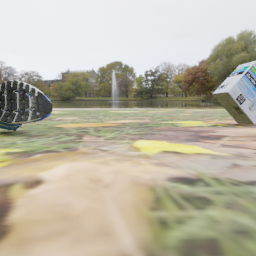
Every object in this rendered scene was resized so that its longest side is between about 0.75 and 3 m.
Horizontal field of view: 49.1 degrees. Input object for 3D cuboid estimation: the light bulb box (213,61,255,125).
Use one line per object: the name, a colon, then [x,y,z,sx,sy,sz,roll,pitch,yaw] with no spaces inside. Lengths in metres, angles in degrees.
light bulb box: [3.519,-1.024,8.302,1.334,1.322,0.833,-46,13,-8]

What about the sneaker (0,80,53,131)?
sneaker: [-2.434,-0.413,5.832,2.213,0.869,0.987,1,-11,25]
